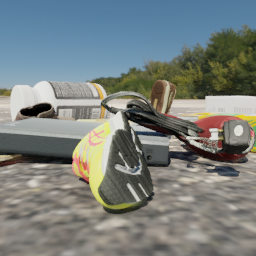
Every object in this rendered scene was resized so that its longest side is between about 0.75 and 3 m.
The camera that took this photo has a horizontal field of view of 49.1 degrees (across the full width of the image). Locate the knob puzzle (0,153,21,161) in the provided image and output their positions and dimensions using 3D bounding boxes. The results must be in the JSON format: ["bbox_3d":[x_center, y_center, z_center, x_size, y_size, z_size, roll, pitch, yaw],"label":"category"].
[{"bbox_3d":[-2.418,0.523,4.807,1.242,0.172,1.242,0,6,0],"label":"knob puzzle"}]

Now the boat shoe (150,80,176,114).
[{"bbox_3d":[0.778,-0.360,6.786,0.583,1.577,0.582,-1,30,-40],"label":"boat shoe"}]

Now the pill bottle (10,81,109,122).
[{"bbox_3d":[-2.190,-0.690,9.160,2.836,1.650,1.650,-4,7,-38],"label":"pill bottle"}]

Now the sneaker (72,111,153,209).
[{"bbox_3d":[-0.288,0.451,3.485,0.930,0.805,2.060,-28,12,6],"label":"sneaker"}]

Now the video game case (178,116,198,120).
[{"bbox_3d":[3.018,-0.521,14.796,1.416,0.126,1.013,-4,7,-31],"label":"video game case"}]

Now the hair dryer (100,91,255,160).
[{"bbox_3d":[1.062,-0.097,4.966,2.279,0.813,2.992,21,-4,24],"label":"hair dryer"}]

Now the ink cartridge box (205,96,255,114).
[{"bbox_3d":[4.012,-0.400,8.727,2.414,1.153,2.749,7,9,36],"label":"ink cartridge box"}]

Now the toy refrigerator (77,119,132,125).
[{"bbox_3d":[-0.668,-0.008,7.997,1.566,0.548,0.594,0,6,-2],"label":"toy refrigerator"}]

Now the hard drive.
[{"bbox_3d":[-0.777,0.199,5.480,2.942,0.484,2.053,4,7,1],"label":"hard drive"}]

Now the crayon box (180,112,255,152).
[{"bbox_3d":[2.858,0.059,6.480,2.850,0.735,1.792,5,8,35],"label":"crayon box"}]

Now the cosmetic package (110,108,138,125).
[{"bbox_3d":[-0.096,-0.481,11.494,1.208,0.613,0.431,2,19,11],"label":"cosmetic package"}]

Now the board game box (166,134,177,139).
[{"bbox_3d":[1.200,0.170,7.946,1.143,0.198,0.722,-2,6,-17],"label":"board game box"}]

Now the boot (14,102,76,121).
[{"bbox_3d":[-2.026,-0.213,7.131,1.703,0.598,1.245,-21,-23,-30],"label":"boot"}]
